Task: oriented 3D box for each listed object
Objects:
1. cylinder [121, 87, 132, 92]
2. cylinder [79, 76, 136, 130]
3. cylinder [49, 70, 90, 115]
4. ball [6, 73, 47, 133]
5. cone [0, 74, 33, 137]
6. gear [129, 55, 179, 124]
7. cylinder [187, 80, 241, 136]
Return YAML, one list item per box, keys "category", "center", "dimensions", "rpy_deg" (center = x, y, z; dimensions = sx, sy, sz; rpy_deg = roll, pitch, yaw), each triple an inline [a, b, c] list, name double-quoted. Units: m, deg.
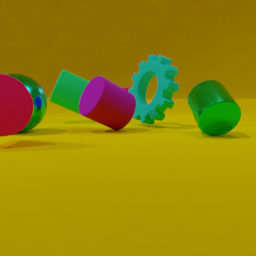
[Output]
- category: "cylinder"
  center: [-0.335, -1.025, 11.050]
  dimensions: [1.145, 1.145, 1.145]
  rpy_deg: [5, 8, 34]
- category: "cylinder"
  center: [-0.480, -0.561, 6.537]
  dimensions: [0.980, 0.980, 0.980]
  rpy_deg: [25, -9, -34]
- category: "cylinder"
  center: [-1.734, -1.108, 8.725]
  dimensions: [1.077, 1.077, 1.077]
  rpy_deg: [23, 1, -15]
- category: "ball"
  center: [-2.512, -0.554, 6.316]
  dimensions: [1.331, 1.331, 1.331]
  rpy_deg: [0, 6, 0]
- category: "cone"
  center: [-2.237, -0.327, 4.827]
  dimensions: [0.992, 0.992, 0.996]
  rpy_deg: [-4, -2, -29]
- category: "gear"
  center: [0.644, -1.052, 7.720]
  dimensions: [0.342, 1.850, 1.850]
  rpy_deg: [10, 1, -31]
- category: "cylinder"
  center: [1.778, -0.424, 5.871]
  dimensions: [0.873, 0.873, 0.873]
  rpy_deg: [-1, 38, -6]
